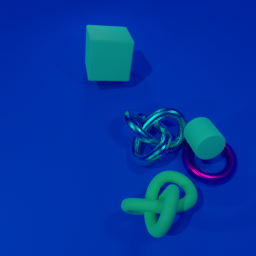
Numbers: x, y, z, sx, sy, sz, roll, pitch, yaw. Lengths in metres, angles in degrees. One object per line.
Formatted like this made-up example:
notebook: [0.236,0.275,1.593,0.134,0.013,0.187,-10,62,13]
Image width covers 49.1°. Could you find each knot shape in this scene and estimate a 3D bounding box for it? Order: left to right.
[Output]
knot shape: [0.636,0.054,8.199,1.990,0.919,1.862,-39,64,-24]
knot shape: [0.765,1.762,6.474,1.833,1.715,0.847,-27,98,2]

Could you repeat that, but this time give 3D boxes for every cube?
cube: [-0.663,-2.483,9.306,1.375,1.375,1.375,-1,38,-13]

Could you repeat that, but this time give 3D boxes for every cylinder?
cylinder: [2.059,0.273,7.600,0.844,0.844,0.844,-12,37,-8]

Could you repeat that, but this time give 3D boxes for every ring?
ring: [2.329,0.875,8.031,1.574,0.315,1.574,0,56,0]
